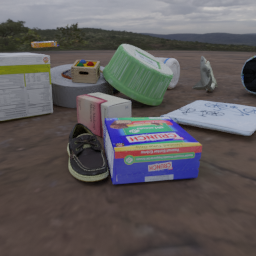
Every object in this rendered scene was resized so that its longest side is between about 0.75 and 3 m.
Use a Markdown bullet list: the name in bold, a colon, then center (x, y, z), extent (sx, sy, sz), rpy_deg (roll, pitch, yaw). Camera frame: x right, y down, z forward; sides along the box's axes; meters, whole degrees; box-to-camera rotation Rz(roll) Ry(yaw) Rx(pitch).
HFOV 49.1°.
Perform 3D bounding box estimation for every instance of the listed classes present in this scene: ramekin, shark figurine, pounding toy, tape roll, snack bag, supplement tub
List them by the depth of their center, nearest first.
- **snack bag**: center (2.922, -0.351, 8.798), extent (2.798, 0.318, 2.967), rpy_deg (13, 22, 35)
- **pounding toy**: center (-1.340, -2.273, 10.663), extent (1.292, 0.673, 1.471), rpy_deg (4, 30, 3)
- **ramekin**: center (0.461, -2.127, 10.832), extent (2.623, 1.281, 2.623), rpy_deg (25, 25, -12)
- **tape roll**: center (-1.948, -1.772, 11.316), extent (2.722, 0.899, 2.722), rpy_deg (2, 29, -1)
- **shark figurine**: center (3.672, -2.165, 13.623), extent (1.172, 1.678, 2.808), rpy_deg (-19, 29, 24)
- **supplement tub**: center (1.339, -2.847, 14.293), extent (2.275, 1.501, 1.501), rpy_deg (14, 23, 33)

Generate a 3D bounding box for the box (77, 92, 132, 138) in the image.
- **box**: center (-0.692, -0.370, 7.833), extent (0.819, 0.961, 1.504), rpy_deg (-16, 24, -39)

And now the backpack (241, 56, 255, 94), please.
- **backpack**: center (6.274, -2.235, 11.939), extent (2.725, 2.223, 2.095), rpy_deg (-1, 9, 16)

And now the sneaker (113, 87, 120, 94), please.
- **sneaker**: center (-1.068, -1.971, 12.995), extent (1.781, 0.674, 0.686), rpy_deg (4, 23, 7)

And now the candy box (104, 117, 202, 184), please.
- **candy box**: center (0.378, 0.367, 5.970), extent (1.662, 0.757, 1.966), rpy_deg (-2, 20, -10)

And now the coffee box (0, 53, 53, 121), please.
- **coffee box**: center (-3.923, -1.471, 9.455), extent (2.003, 1.980, 1.999), rpy_deg (-13, 22, -37)

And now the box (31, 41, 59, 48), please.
- **box**: center (-3.040, -3.089, 10.318), extent (0.941, 0.195, 0.560), rpy_deg (-13, 24, -24)

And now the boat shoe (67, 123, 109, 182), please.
- **boat shoe**: center (-0.936, 0.442, 5.887), extent (0.756, 0.670, 2.066), rpy_deg (-8, 20, -21)
